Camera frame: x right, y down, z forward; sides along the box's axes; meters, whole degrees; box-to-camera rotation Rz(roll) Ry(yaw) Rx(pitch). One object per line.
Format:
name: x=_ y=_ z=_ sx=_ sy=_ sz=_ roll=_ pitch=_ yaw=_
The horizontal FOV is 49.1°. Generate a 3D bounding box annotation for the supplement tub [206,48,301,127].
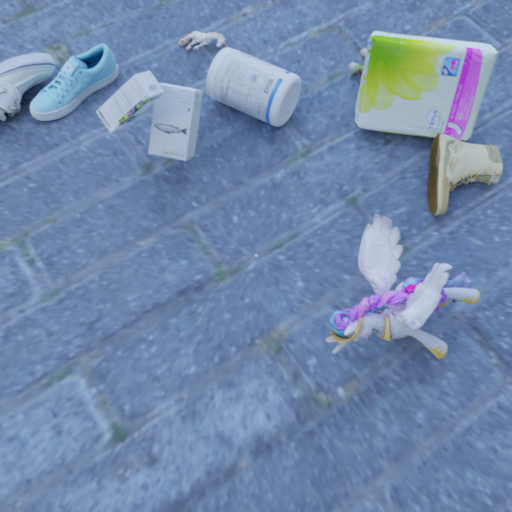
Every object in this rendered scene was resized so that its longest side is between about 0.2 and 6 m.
supplement tub: x=-0.039 y=-3.408 z=11.323 sx=1.667 sy=1.100 sz=1.100 roll=28 pitch=66 yaw=15

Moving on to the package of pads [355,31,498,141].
package of pads: x=3.192 y=-3.241 z=10.861 sx=2.341 sy=1.808 sz=0.798 roll=9 pitch=34 yaw=3

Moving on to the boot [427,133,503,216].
boot: x=3.954 y=-1.463 z=10.599 sx=1.314 sy=0.615 sz=1.691 roll=11 pitch=67 yaw=-1

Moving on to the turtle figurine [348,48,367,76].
turtle figurine: x=2.613 y=-3.848 z=11.827 sx=1.201 sy=0.864 sz=1.164 roll=-8 pitch=37 yaw=-33

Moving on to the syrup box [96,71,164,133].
syrup box: x=-2.184 y=-2.650 z=9.672 sx=0.474 sy=1.165 sz=0.459 roll=55 pitch=36 yaw=-8

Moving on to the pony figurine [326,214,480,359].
pony figurine: x=2.276 y=0.677 z=8.490 sx=2.197 sy=2.120 sz=1.829 roll=7 pitch=30 yaw=-28

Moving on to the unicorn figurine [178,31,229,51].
unicorn figurine: x=-1.178 y=-4.783 z=12.427 sx=1.064 sy=0.393 sz=0.731 roll=32 pitch=56 yaw=21

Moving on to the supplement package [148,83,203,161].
supplement package: x=-1.487 y=-2.480 z=10.374 sx=0.747 sy=0.750 sz=1.278 roll=10 pitch=106 yaw=1

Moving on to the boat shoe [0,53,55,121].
boat shoe: x=-5.264 y=-3.232 z=11.443 sx=2.702 sy=0.958 sz=0.943 roll=-30 pitch=93 yaw=-19

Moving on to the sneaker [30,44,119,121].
sneaker: x=-3.853 y=-3.690 z=11.590 sx=0.794 sy=0.880 sz=2.149 roll=37 pitch=68 yaw=19
